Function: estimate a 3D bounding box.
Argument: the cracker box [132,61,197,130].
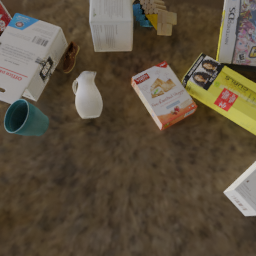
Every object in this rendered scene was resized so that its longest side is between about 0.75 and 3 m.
[{"bbox_3d":[1.016,-0.955,8.109,1.157,0.498,1.728,-29,73,-10],"label":"cracker box"}]

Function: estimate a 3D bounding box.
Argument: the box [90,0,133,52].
[{"bbox_3d":[-0.469,-3.276,8.430,1.219,1.416,1.423,-1,71,0],"label":"box"}]

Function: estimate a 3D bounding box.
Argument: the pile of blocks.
[{"bbox_3d":[0.587,-4.093,9.142,0.908,1.200,2.922,-19,77,-52],"label":"pile of blocks"}]

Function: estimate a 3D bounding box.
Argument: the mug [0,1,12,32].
[{"bbox_3d":[-4.551,-3.334,8.833,1.610,1.429,1.074,-33,110,-7],"label":"mug"}]

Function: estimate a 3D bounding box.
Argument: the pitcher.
[{"bbox_3d":[-1.220,-0.886,8.001,0.746,1.055,1.230,-5,85,-39],"label":"pitcher"}]

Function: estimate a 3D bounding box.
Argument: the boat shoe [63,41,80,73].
[{"bbox_3d":[-1.775,-2.148,8.462,0.370,0.347,1.027,6,70,23],"label":"boat shoe"}]

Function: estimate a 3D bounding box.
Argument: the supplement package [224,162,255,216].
[{"bbox_3d":[3.309,1.448,7.102,1.403,0.823,0.820,-39,75,-12],"label":"supplement package"}]

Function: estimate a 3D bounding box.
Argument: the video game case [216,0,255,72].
[{"bbox_3d":[4.311,-2.946,8.423,2.929,0.374,2.647,9,80,12],"label":"video game case"}]

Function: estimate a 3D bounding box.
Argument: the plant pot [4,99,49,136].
[{"bbox_3d":[-2.572,-0.191,7.301,0.899,0.845,0.899,-11,68,29],"label":"plant pot"}]

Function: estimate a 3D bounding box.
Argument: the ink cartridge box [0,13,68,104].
[{"bbox_3d":[-3.109,-1.866,8.208,1.552,0.894,2.680,21,72,7],"label":"ink cartridge box"}]

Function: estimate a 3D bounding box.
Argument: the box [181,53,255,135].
[{"bbox_3d":[2.989,-0.903,7.970,2.870,0.719,1.080,35,74,11],"label":"box"}]
